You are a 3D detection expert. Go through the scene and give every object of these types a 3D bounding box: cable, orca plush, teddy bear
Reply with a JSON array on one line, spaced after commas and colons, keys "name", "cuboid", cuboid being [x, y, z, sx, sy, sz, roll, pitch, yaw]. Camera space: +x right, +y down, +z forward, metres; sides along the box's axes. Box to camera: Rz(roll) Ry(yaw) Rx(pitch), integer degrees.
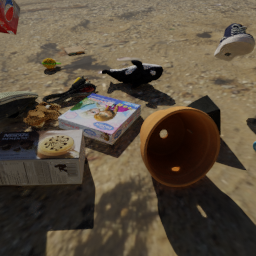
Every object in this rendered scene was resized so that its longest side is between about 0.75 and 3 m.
[{"name": "cable", "cuboid": [-2.134, -1.278, 10.820, 1.123, 0.582, 2.313, 36, 58, 19]}, {"name": "orca plush", "cuboid": [0.140, -2.059, 11.423, 2.508, 1.319, 0.892, 8, 65, 6]}, {"name": "teddy bear", "cuboid": [-2.835, -0.444, 9.399, 1.141, 0.525, 1.573, 1, 25, -11]}]

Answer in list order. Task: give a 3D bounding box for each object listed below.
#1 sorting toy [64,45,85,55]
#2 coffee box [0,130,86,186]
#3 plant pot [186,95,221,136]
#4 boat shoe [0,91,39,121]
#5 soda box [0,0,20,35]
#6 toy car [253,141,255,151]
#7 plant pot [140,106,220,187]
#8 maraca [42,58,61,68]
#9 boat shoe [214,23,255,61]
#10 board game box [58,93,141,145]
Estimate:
[{"name": "sorting toy", "cuboid": [-2.934, -4.281, 15.416, 0.996, 0.182, 0.922, -18, 37, -18]}, {"name": "coffee box", "cuboid": [-2.249, 0.742, 7.155, 2.182, 0.871, 1.233, -1, 34, -2]}, {"name": "plant pot", "cuboid": [2.266, -0.294, 8.745, 0.882, 0.994, 0.992, -16, 35, -1]}, {"name": "boat shoe", "cuboid": [-4.020, -0.761, 9.528, 0.992, 0.827, 2.658, 3, 18, 16]}, {"name": "soda box", "cuboid": [-3.834, -3.496, 7.639, 0.858, 0.947, 2.705, 9, -1, -4]}, {"name": "toy car", "cuboid": [4.261, 0.176, 7.747, 1.082, 1.174, 1.038, -19, 38, -27]}, {"name": "plant pot", "cuboid": [1.126, 0.325, 7.109, 1.935, 1.935, 1.354, -8, 17, -12]}, {"name": "maraca", "cuboid": [-3.640, -3.076, 13.320, 0.890, 0.476, 0.610, -5, 23, -25]}, {"name": "boat shoe", "cuboid": [3.597, -3.034, 9.325, 0.920, 1.142, 2.463, 18, 4, -3]}, {"name": "board game box", "cuboid": [-0.886, -0.391, 9.286, 2.010, 0.414, 2.006, 16, 37, 22]}]
